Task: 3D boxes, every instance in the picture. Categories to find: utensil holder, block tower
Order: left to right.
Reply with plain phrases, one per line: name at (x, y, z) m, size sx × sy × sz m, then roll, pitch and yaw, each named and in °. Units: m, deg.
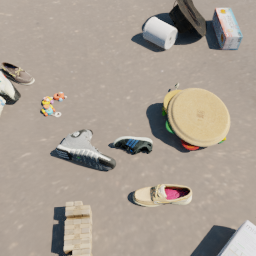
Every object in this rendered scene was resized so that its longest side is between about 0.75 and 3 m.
block tower at (-1.369, 3.420, 7.697) m, size 0.731 × 0.782 × 2.706 m, roll -4°, pitch 54°, yaw -3°
utensil holder at (1.562, -4.548, 13.486) m, size 1.312 × 1.115 × 1.115 m, roll 36°, pitch 61°, yaw 23°

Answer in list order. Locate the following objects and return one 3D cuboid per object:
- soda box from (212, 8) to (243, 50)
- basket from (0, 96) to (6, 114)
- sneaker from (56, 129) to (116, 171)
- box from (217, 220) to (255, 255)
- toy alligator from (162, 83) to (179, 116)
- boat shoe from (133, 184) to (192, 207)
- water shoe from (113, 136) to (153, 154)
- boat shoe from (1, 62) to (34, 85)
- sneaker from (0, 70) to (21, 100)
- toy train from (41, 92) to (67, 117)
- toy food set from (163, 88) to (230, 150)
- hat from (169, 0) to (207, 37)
soda box at (4.910, -4.988, 14.003) m, size 0.860 × 0.799 × 2.515 m, roll 0°, pitch 54°, yaw 0°
basket at (-5.600, -0.685, 10.598) m, size 1.561 × 1.231 × 1.770 m, roll 40°, pitch 89°, yaw 26°
sneaker at (-1.296, 0.616, 9.792) m, size 2.194 × 0.823 × 1.267 m, roll 15°, pitch 52°, yaw 12°
box at (3.377, 3.778, 7.294) m, size 1.964 × 0.950 × 1.733 m, roll 38°, pitch 62°, yaw 25°
toy alligator at (1.864, -1.065, 11.267) m, size 0.502 × 0.548 × 1.850 m, roll 42°, pitch 54°, yaw -19°
boat shoe at (1.089, 2.042, 8.795) m, size 1.880 × 0.650 × 0.693 m, roll -3°, pitch 53°, yaw -2°
water shoe at (0.176, 0.636, 9.953) m, size 1.417 × 0.507 × 0.559 m, roll -2°, pitch 56°, yaw 0°
boat shoe at (-4.846, -2.408, 12.241) m, size 1.698 × 0.505 × 0.610 m, roll 27°, pitch 57°, yaw 19°
sneaker at (-5.357, -1.654, 11.587) m, size 1.075 × 0.809 × 2.299 m, roll -40°, pitch 61°, yaw -14°
toy train at (-3.011, -1.026, 11.299) m, size 0.954 × 0.353 × 1.270 m, roll -1°, pitch 53°, yaw 0°
toy food set at (2.548, -0.376, 10.297) m, size 2.453 × 0.597 × 2.428 m, roll -1°, pitch 67°, yaw -9°
hat at (2.815, -5.525, 14.074) m, size 1.175 × 2.914 × 2.914 m, roll -30°, pitch 45°, yaw 35°
